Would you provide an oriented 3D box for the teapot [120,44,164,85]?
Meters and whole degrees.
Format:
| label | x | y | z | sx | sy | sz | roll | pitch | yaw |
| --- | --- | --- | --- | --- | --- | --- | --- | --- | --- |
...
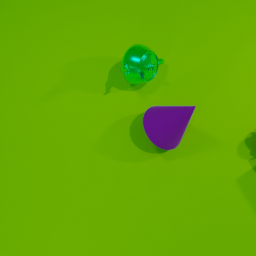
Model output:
| label | x | y | z | sx | sy | sz | roll | pitch | yaw |
| --- | --- | --- | --- | --- | --- | --- | --- | --- | --- |
| teapot | 0.351 | -1.686 | 7.596 | 0.871 | 1.106 | 1.778 | 21 | 33 | 40 |

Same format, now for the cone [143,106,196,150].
| label | x | y | z | sx | sy | sz | roll | pitch | yaw |
| --- | --- | --- | --- | --- | --- | --- | --- | --- | --- |
| cone | 1.229 | -0.252 | 6.892 | 1.256 | 1.261 | 1.256 | 15 | 60 | -27 |
